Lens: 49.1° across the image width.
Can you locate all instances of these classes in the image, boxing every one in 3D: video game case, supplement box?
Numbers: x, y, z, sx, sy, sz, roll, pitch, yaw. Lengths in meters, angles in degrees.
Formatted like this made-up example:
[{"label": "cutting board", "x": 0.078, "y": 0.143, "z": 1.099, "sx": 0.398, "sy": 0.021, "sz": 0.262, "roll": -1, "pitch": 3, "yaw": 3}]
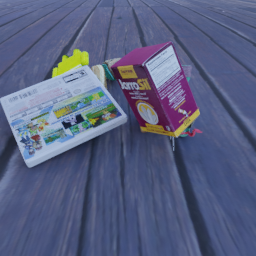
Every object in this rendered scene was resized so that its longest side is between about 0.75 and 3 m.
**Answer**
[{"label": "video game case", "x": -1.841, "y": -0.498, "z": 7.786, "sx": 2.795, "sy": 0.308, "sz": 2.548, "roll": -25, "pitch": 54, "yaw": -17}, {"label": "supplement box", "x": 0.643, "y": -0.840, "z": 6.385, "sx": 0.966, "sy": 1.872, "sz": 1.225, "roll": -41, "pitch": 28, "yaw": -24}]

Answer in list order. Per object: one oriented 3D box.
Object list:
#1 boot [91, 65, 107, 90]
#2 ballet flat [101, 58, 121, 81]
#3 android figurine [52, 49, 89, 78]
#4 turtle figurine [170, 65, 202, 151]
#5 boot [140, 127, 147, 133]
[{"label": "boot", "x": -1.721, "y": -1.135, "z": 9.159, "sx": 2.084, "sy": 0.971, "sz": 2.694, "roll": -5, "pitch": 46, "yaw": -5}, {"label": "ballet flat", "x": -0.402, "y": -2.315, "z": 10.744, "sx": 1.004, "sy": 0.904, "sz": 2.666, "roll": -35, "pitch": 15, "yaw": -2}, {"label": "android figurine", "x": -2.271, "y": -2.343, "z": 11.103, "sx": 1.712, "sy": 0.386, "sz": 1.881, "roll": -22, "pitch": 50, "yaw": 20}, {"label": "turtle figurine", "x": 1.400, "y": -0.577, "z": 7.833, "sx": 1.136, "sy": 2.256, "sz": 1.689, "roll": 0, "pitch": 7, "yaw": -15}, {"label": "boot", "x": 0.481, "y": -0.532, "z": 8.377, "sx": 0.432, "sy": 0.907, "sz": 1.172, "roll": -6, "pitch": 34, "yaw": -2}]
